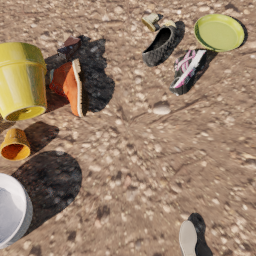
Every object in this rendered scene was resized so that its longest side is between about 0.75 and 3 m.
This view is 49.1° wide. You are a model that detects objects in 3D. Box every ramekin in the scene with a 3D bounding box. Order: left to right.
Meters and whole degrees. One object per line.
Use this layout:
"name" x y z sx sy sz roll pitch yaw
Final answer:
"ramekin" -4.145 2.672 8.777 2.317 1.216 2.317 0 64 -1

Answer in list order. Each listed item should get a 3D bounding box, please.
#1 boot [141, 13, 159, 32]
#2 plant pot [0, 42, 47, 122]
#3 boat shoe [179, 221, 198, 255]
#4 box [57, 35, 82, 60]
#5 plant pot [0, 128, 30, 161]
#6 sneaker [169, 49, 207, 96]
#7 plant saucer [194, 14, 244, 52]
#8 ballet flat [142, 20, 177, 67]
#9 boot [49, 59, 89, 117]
"boot" 1.163 -4.934 13.029 0.729 0.340 0.943 -32 66 -15
"plant pot" -4.059 -1.553 10.365 2.415 2.415 2.272 -19 81 -9
"boat shoe" 1.879 3.803 8.695 0.576 0.491 1.722 -1 59 -3
"box" -2.576 -3.538 12.307 0.539 0.403 1.077 27 65 13
"plant pot" -4.034 0.531 10.056 0.977 0.977 0.894 -14 49 -7
"sneaker" 2.279 -2.345 11.556 1.053 0.980 2.439 24 60 28
"plant saucer" 4.066 -4.241 12.680 2.231 0.347 2.231 0 63 0
"ballet flat" 1.423 -3.779 12.138 0.897 0.767 2.700 13 62 31
"boot" -2.348 -1.455 11.042 1.426 0.998 2.659 -15 59 0
